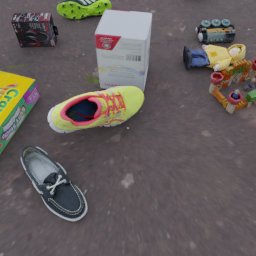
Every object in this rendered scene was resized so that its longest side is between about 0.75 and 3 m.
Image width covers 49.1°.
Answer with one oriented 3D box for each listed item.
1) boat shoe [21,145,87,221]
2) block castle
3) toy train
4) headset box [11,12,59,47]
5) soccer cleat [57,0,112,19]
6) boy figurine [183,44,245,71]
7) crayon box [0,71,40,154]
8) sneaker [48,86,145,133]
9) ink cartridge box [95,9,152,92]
[{"bbox_3d":[-1.773,1.228,6.416,2.153,0.649,0.814,35,60,23],"label":"boat shoe"},{"bbox_3d":[3.442,-1.325,8.196,1.866,0.875,1.247,-20,55,-14],"label":"block castle"},{"bbox_3d":[3.143,-3.417,9.989,1.394,0.594,0.794,-5,63,-3],"label":"toy train"},{"bbox_3d":[-3.105,-3.359,9.618,1.399,1.040,0.525,-2,54,-2],"label":"headset box"},{"bbox_3d":[-1.699,-4.708,10.939,2.094,0.707,0.849,-6,38,-8],"label":"soccer cleat"},{"bbox_3d":[2.842,-2.292,9.083,2.019,0.650,1.255,-3,50,1],"label":"boy figurine"},{"bbox_3d":[-4.158,-0.423,7.547,2.403,0.812,2.785,14,54,10],"label":"crayon box"},{"bbox_3d":[-0.639,-0.488,7.011,2.594,1.171,1.014,-21,91,-21],"label":"sneaker"},{"bbox_3d":[-0.090,-2.214,8.228,1.384,1.905,1.378,8,51,5],"label":"ink cartridge box"}]
